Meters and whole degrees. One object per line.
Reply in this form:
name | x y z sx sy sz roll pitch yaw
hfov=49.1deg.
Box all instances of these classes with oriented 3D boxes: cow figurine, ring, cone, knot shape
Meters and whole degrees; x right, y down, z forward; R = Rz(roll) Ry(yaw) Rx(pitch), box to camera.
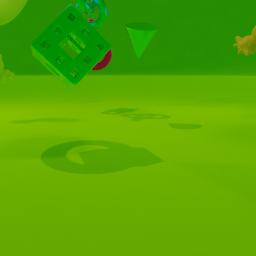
cow figurine | 3.196 -2.301 6.811 1.110 0.619 1.128 -22 -21 3
ring | -2.134 -2.756 4.880 0.394 1.969 1.969 25 11 -4
cone | 0.320 -2.286 7.561 0.882 0.885 0.882 3 32 -2
cow figurine | -3.704 -1.770 8.063 0.912 0.927 0.509 5 20 -10
knot shape | -1.238 -4.025 8.754 0.772 1.670 1.563 25 12 25
knot shape | -1.438 -3.000 10.107 0.839 1.815 1.698 -17 3 32

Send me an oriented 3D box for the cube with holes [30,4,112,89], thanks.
cube with holes | -0.978 -1.307 4.733 0.888 0.888 0.888 43 -8 -16
